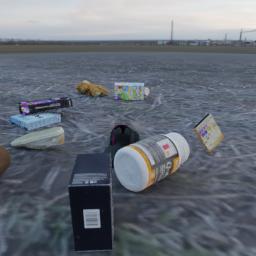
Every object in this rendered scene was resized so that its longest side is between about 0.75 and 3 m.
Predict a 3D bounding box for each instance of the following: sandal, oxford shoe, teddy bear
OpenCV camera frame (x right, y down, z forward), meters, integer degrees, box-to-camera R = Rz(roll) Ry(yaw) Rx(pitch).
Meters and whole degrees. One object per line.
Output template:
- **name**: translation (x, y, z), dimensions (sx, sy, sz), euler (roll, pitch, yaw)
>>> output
- **sandal**: translation (-0.153, 0.345, 8.394), dimensions (0.971, 0.618, 2.584), euler (1, 19, 4)
- **oxford shoe**: translation (-2.730, 0.406, 8.478), dimensions (1.847, 0.533, 0.694), euler (-10, 21, 17)
- **teddy bear**: translation (-2.012, -2.226, 15.699), dimensions (1.571, 0.724, 2.167), euler (-8, 21, -29)

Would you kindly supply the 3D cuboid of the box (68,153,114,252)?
- **box**: translation (-0.590, 1.236, 4.862), dimensions (0.655, 1.258, 1.146), euler (-1, 19, -1)

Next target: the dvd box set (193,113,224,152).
- **dvd box set**: translation (2.367, 0.138, 8.194), dimensions (0.689, 0.942, 0.139), euler (-43, 23, -15)

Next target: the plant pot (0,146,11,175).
- **plant pot**: translation (-3.421, 0.821, 6.392), dimensions (1.300, 1.300, 1.391), euler (6, 5, 18)

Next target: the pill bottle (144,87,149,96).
- **pill bottle**: translation (0.752, -2.074, 15.656), dimensions (0.786, 0.443, 0.443), euler (16, 24, 36)

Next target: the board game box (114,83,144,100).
- **board game box**: translation (0.076, -1.933, 14.721), dimensions (1.514, 0.780, 0.794), euler (1, 19, 3)

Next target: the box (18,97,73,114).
- **box**: translation (-3.399, -0.961, 11.486), dimensions (2.059, 0.372, 1.472), euler (-9, 13, -21)

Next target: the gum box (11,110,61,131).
- **gum box**: translation (-3.565, -0.349, 10.854), dimensions (1.222, 0.321, 1.439), euler (16, 24, 39)

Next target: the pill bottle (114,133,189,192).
- **pill bottle**: translation (0.615, 0.726, 6.663), dimensions (1.769, 1.029, 1.029), euler (-18, 26, -40)
